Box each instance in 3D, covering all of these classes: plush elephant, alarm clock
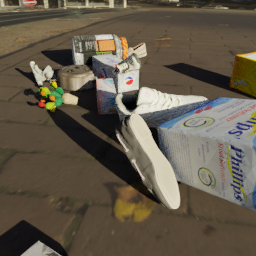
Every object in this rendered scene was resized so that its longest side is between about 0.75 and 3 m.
[{"bbox_3d":[-3.674,-2.413,12.303,0.874,0.930,1.129,-23,63,-12],"label":"plush elephant"},{"bbox_3d":[-1.943,-2.167,11.977,2.491,0.829,1.680,14,31,19],"label":"alarm clock"}]

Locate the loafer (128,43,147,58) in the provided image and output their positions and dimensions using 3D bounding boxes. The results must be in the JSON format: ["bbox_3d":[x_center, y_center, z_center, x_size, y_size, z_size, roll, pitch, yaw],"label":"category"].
[{"bbox_3d":[0.187,-4.336,15.993,0.844,0.738,2.348,22,36,35],"label":"loafer"}]

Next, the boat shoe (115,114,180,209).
[{"bbox_3d":[0.395,0.733,5.896,0.606,2.126,0.711,-31,-8,36],"label":"boat shoe"}]

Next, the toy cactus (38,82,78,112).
[{"bbox_3d":[-2.542,-1.062,10.103,1.408,0.872,1.706,13,22,-16],"label":"toy cactus"}]

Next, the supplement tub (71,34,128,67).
[{"bbox_3d":[-1.439,-3.859,14.171,2.664,1.632,1.632,-7,29,-14],"label":"supplement tub"}]

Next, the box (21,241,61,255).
[{"bbox_3d":[-1.417,2.376,3.961,1.058,0.323,1.336,19,33,30],"label":"box"}]

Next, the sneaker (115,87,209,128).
[{"bbox_3d":[0.838,-0.565,7.780,2.800,1.391,1.091,-4,57,24],"label":"sneaker"}]

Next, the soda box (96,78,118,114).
[{"bbox_3d":[-0.801,-1.210,10.298,0.689,0.640,2.015,-4,29,-7],"label":"soda box"}]

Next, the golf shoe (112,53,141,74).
[{"bbox_3d":[-0.033,-2.202,10.021,0.679,0.595,1.542,-31,9,-20],"label":"golf shoe"}]

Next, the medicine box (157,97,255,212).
[{"bbox_3d":[2.359,0.336,6.003,2.324,1.313,2.552,-24,21,-32],"label":"medicine box"}]

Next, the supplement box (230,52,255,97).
[{"bbox_3d":[5.498,-1.954,10.879,1.385,1.394,2.545,-14,32,-26],"label":"supplement box"}]

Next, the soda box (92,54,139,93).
[{"bbox_3d":[-0.624,-2.483,12.360,0.989,0.919,2.897,-14,31,-24],"label":"soda box"}]
